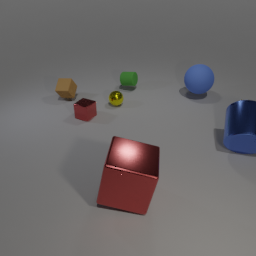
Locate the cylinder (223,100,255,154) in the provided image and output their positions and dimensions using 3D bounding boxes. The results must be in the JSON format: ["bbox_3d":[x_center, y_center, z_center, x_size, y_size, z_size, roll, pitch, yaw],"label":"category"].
[{"bbox_3d":[4.089,-0.017,9.726,1.400,1.400,1.400,9,61,13],"label":"cylinder"}]

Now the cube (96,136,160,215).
[{"bbox_3d":[0.029,1.287,7.781,1.400,1.400,1.400,13,32,0],"label":"cube"}]

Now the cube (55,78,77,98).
[{"bbox_3d":[-2.922,-1.883,13.286,0.700,0.700,0.700,4,68,17],"label":"cube"}]

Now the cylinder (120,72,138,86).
[{"bbox_3d":[0.048,-2.507,14.258,0.700,0.700,0.700,6,32,26],"label":"cylinder"}]

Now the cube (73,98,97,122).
[{"bbox_3d":[-1.825,-0.785,11.998,0.700,0.700,0.700,16,36,24],"label":"cube"}]

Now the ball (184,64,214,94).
[{"bbox_3d":[3.393,-2.331,13.370,1.400,1.400,1.400,0,32,0],"label":"ball"}]

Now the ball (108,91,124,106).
[{"bbox_3d":[-0.549,-1.372,12.909,0.700,0.700,0.700,0,32,0],"label":"ball"}]
